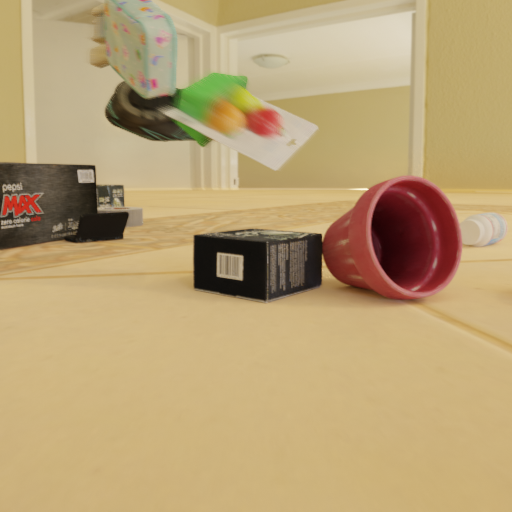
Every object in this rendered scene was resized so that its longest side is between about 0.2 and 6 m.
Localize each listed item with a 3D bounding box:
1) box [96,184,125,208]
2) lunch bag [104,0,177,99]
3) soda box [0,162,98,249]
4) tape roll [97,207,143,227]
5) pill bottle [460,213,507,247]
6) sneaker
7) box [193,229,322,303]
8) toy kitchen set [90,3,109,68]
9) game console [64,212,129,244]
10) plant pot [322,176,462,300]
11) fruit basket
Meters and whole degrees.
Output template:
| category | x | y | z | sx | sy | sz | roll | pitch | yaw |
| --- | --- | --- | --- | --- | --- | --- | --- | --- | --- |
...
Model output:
| category | x | y | z | sx | sy | sz | roll | pitch | yaw |
| --- | --- | --- | --- | --- | --- | --- | --- | --- | --- |
| box | -5.009 | -1.442 | 15.261 | 1.887 | 0.992 | 2.304 | 3 | 9 | 20 |
| lunch bag | -1.894 | -3.412 | 9.116 | 0.666 | 1.386 | 1.728 | -20 | 48 | -26 |
| soda box | -4.946 | -0.910 | 9.985 | 1.688 | 1.510 | 4.770 | 3 | 9 | 21 |
| tape roll | -3.529 | -0.982 | 14.090 | 1.338 | 0.442 | 1.338 | 1 | 9 | 0 |
| pill bottle | 4.086 | -0.469 | 10.177 | 1.080 | 0.587 | 0.587 | -9 | 12 | -44 |
| sneaker | -1.690 | -2.998 | 11.872 | 3.099 | 1.168 | 1.228 | 4 | -14 | -36 |
| box | 0.025 | 0.066 | 6.369 | 1.082 | 0.670 | 1.063 | 7 | 9 | 38 |
| toy kitchen set | -2.711 | -4.437 | 11.425 | 0.765 | 1.299 | 1.041 | -4 | -7 | 35 |
| game console | -3.099 | -0.571 | 10.862 | 1.007 | 0.586 | 0.885 | -7 | 11 | -41 |
| plant pot | 1.380 | -0.126 | 6.172 | 1.290 | 1.290 | 1.154 | -5 | -6 | -28 |
| fruit basket | -0.149 | -1.528 | 6.527 | 1.436 | 0.673 | 1.330 | 31 | 42 | 6 |
